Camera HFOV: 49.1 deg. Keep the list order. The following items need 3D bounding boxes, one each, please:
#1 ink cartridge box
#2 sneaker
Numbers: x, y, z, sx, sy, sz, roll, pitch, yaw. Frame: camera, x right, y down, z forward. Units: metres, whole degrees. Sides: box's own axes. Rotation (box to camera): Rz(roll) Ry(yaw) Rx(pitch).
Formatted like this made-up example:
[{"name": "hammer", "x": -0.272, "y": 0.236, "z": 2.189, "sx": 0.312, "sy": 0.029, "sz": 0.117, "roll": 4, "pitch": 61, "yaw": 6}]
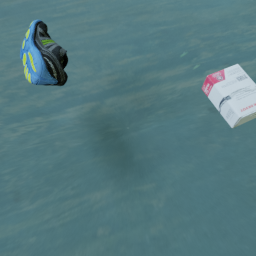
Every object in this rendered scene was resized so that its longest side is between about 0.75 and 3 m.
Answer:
[{"name": "ink cartridge box", "x": 1.832, "y": -0.550, "z": 4.780, "sx": 0.678, "sy": 0.395, "sz": 0.937, "roll": -22, "pitch": 64, "yaw": -15}, {"name": "sneaker", "x": -1.804, "y": -1.598, "z": 6.119, "sx": 0.896, "sy": 0.767, "sz": 2.162, "roll": 13, "pitch": 38, "yaw": -37}]
